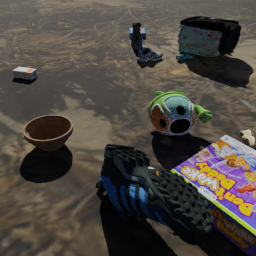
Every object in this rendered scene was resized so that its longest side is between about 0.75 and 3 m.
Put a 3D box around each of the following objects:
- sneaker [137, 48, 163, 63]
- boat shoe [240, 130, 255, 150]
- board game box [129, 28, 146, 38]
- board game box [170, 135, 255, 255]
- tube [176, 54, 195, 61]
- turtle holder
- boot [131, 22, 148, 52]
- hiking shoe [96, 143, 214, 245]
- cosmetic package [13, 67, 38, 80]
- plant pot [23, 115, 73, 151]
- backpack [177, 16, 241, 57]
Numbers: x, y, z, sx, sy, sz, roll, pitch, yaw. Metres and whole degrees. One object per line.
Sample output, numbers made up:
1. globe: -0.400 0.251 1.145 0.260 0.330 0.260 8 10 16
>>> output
1. sneaker: 1.067 -3.457 13.100 1.391 0.592 0.536 -18 38 -27
2. boat shoe: 3.248 0.333 7.623 0.297 0.330 0.914 0 29 12
3. board game box: 0.563 -5.734 16.828 0.948 0.281 1.247 0 33 0
4. board game box: 2.510 1.392 5.581 1.909 0.636 2.840 -27 42 -28
5. tube: 2.737 -3.390 13.355 1.037 0.261 0.401 -16 42 -33
6. turtle holder: 1.410 -0.299 7.915 1.607 1.221 1.141 22 25 -26
7. boot: 0.530 -4.665 14.329 0.662 1.248 1.897 -10 35 -17
8. hiking shoe: 0.395 1.334 5.284 1.034 1.204 2.778 6 18 -38
9. cosmetic package: -4.226 -2.260 11.538 0.882 0.314 0.447 10 35 16
10. plant pot: -2.112 0.207 7.546 1.280 0.591 1.280 1 34 0
11. backpack: 3.723 -4.394 13.465 2.795 1.769 2.332 18 26 27
